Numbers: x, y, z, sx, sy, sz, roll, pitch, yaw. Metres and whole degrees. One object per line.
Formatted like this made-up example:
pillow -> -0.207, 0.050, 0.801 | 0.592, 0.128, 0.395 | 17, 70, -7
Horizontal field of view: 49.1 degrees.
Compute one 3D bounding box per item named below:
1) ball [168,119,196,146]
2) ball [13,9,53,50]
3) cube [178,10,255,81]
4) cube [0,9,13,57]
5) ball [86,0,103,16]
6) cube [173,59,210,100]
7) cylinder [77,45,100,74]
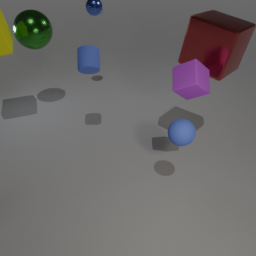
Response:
ball -> 1.366, 0.118, 7.144 | 0.700, 0.700, 0.700 | 0, 33, 0
ball -> -3.512, -3.628, 10.363 | 1.400, 1.400, 1.400 | 0, 33, 0
cube -> 2.520, -2.409, 8.034 | 1.400, 1.400, 1.400 | 32, 42, 26
cube -> -4.685, -3.132, 9.038 | 1.400, 1.400, 1.400 | -18, 43, -7
ball -> -1.405, -5.028, 11.607 | 0.700, 0.700, 0.700 | 0, 33, 0
cube -> 1.622, -1.225, 7.195 | 0.700, 0.700, 0.700 | -13, -24, 41
cylinder -> -1.237, -2.140, 8.813 | 0.700, 0.700, 0.700 | -3, -9, -1
